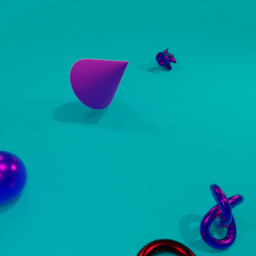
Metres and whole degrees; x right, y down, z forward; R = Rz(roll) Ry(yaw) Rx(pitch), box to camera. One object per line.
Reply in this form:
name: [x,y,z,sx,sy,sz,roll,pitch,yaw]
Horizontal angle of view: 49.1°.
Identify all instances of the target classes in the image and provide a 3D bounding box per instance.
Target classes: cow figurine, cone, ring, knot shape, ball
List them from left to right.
ball: [-2.728,1.041,5.903,1.148,1.148,1.148,0,36,0]
cone: [-0.536,-1.565,8.089,1.661,1.655,1.655,-21,15,45]
cow figurine: [1.526,-2.957,11.770,1.189,0.652,1.170,7,38,-41]
ring: [0.670,2.422,4.738,1.183,0.237,1.183,0,36,0]
knot shape: [1.828,1.598,5.337,0.552,1.195,1.119,8,12,36]
